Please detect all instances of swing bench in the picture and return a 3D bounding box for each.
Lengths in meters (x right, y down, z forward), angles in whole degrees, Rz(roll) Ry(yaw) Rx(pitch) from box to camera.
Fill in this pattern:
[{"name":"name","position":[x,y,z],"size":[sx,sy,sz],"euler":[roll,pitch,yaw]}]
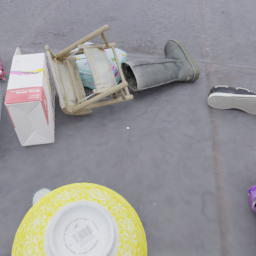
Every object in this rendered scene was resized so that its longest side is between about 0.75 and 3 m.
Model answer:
[{"name":"swing bench","position":[-1.064,-1.491,7.729],"size":[1.879,1.219,1.869],"euler":[-18,77,5]}]

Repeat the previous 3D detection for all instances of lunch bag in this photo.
[{"name":"lunch bag","position":[-1.160,-1.977,9.021],"size":[2.031,0.783,1.629],"euler":[16,51,15]}]

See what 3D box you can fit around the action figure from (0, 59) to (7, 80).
[{"name":"action figure","position":[-4.673,-2.000,9.178],"size":[1.804,1.344,1.209],"euler":[33,82,6]}]

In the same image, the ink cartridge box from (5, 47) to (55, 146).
[{"name":"ink cartridge box","position":[-2.522,-0.974,7.555],"size":[0.869,1.500,2.576],"euler":[-8,47,-7]}]

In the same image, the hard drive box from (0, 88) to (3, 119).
[{"name":"hard drive box","position":[-4.492,-0.276,7.204],"size":[2.070,1.020,2.656],"euler":[-9,47,-9]}]

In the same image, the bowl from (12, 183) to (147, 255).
[{"name":"bowl","position":[-0.748,1.891,4.609],"size":[2.420,1.302,2.420],"euler":[5,56,-7]}]

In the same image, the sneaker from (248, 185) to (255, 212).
[{"name":"sneaker","position":[2.891,1.629,5.529],"size":[1.059,0.964,2.396],"euler":[14,43,22]}]

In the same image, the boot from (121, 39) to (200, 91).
[{"name":"boot","position":[0.875,-2.044,8.970],"size":[2.335,0.847,2.123],"euler":[-14,48,-16]}]

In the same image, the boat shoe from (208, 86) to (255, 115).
[{"name":"boat shoe","position":[3.285,-0.832,8.017],"size":[1.914,0.707,0.577],"euler":[7,51,18]}]

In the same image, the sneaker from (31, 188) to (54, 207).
[{"name":"sneaker","position":[-1.026,1.823,5.168],"size":[0.940,1.045,2.422],"euler":[-34,55,-28]}]
